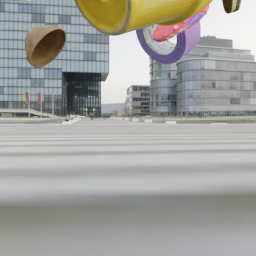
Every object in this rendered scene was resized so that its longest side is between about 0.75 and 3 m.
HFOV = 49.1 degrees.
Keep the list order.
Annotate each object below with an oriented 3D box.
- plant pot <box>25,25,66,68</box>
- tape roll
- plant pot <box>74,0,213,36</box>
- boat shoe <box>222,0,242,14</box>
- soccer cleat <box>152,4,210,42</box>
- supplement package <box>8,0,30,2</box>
[{"bbox_3d":[-2.403,-2.390,7.803,0.613,1.329,1.329,43,8,7],"label":"plant pot"},{"bbox_3d":[1.383,-3.484,9.973,0.946,2.225,2.225,-40,23,-28],"label":"tape roll"},{"bbox_3d":[0.256,-2.962,5.298,2.355,2.503,2.503,-42,24,-28],"label":"plant pot"},{"bbox_3d":[2.475,-3.574,6.061,0.661,2.039,0.746,-3,22,-5],"label":"boat shoe"},{"bbox_3d":[1.569,-3.039,8.134,1.970,0.657,0.753,-40,-28,-3],"label":"soccer cleat"},{"bbox_3d":[-2.018,-3.011,4.358,1.526,1.596,1.174,15,50,27],"label":"supplement package"}]
